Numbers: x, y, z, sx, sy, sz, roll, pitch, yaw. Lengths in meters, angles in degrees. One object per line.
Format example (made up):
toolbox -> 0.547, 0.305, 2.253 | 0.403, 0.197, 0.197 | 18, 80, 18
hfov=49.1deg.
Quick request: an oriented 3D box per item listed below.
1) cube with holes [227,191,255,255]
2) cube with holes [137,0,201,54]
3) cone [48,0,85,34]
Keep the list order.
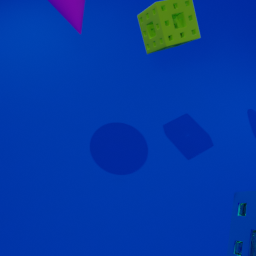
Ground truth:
cube with holes -> 1.980, 1.452, 2.897 | 1.317, 1.317, 1.317 | 16, 72, -7
cube with holes -> 0.947, -2.405, 6.625 | 0.952, 0.952, 0.952 | -20, 101, -21
cone -> -1.268, -2.777, 5.863 | 1.606, 1.612, 1.606 | -15, 23, 6
